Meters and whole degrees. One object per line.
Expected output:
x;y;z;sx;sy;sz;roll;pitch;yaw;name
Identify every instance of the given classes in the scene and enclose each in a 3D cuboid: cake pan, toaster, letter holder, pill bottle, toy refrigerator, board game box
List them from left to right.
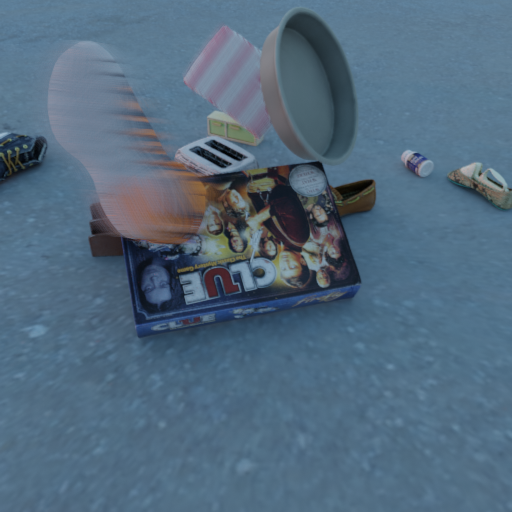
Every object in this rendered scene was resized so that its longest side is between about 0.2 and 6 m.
-2.745;-0.584;11.599;1.363;0.969;0.685;-2;39;-3;letter holder
-0.805;-1.552;12.310;1.382;1.571;2.433;-30;47;-31;toaster
-0.587;-3.539;15.571;1.525;0.579;0.534;17;42;19;toy refrigerator
-0.385;-0.227;10.467;4.090;0.708;2.771;-10;67;-12;board game box
1.039;-3.137;10.658;0.541;2.952;2.952;-7;30;37;cake pan
4.072;-2.369;14.226;0.446;0.446;0.803;-18;42;-21;pill bottle

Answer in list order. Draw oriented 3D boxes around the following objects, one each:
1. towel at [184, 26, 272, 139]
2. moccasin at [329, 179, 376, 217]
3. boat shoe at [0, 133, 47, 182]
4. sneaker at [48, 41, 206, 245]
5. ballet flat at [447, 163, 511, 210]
-0.327;-3.905;12.633;2.210;1.617;0.331;37;1;-2;towel
1.669;-1.249;12.489;2.272;0.877;0.831;-11;40;-13;moccasin
-6.140;-2.380;13.838;1.169;0.911;2.576;-1;37;5;boat shoe
-1.935;-1.589;8.761;1.320;1.906;3.402;-27;77;13;sneaker
5.397;-1.799;13.310;0.640;0.710;1.886;-20;43;-24;ballet flat
